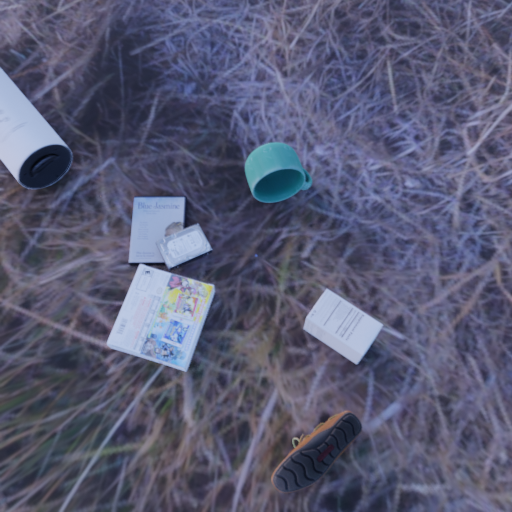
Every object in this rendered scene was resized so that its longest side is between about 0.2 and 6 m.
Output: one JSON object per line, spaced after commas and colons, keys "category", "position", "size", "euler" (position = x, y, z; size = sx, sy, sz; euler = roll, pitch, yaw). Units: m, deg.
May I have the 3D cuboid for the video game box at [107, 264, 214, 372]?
{"category": "video game box", "position": [-1.775, 1.156, 10.664], "size": [1.547, 0.398, 1.698], "euler": [16, 68, 8]}

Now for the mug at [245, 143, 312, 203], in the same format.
{"category": "mug", "position": [0.399, -1.736, 11.626], "size": [1.144, 1.392, 0.861], "euler": [-26, 63, 14]}

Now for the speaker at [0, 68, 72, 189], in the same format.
{"category": "speaker", "position": [-5.281, -2.858, 11.946], "size": [1.256, 1.256, 3.093], "euler": [-39, 72, -15]}

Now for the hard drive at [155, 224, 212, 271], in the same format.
{"category": "hard drive", "position": [-1.449, -0.180, 11.230], "size": [0.955, 0.181, 0.667], "euler": [-24, 70, -14]}

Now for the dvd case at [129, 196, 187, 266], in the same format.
{"category": "dvd case", "position": [-2.007, -0.536, 11.545], "size": [1.115, 0.137, 1.563], "euler": [-1, 66, 0]}

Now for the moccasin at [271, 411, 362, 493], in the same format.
{"category": "moccasin", "position": [0.998, 3.338, 9.624], "size": [1.823, 0.704, 0.667], "euler": [-42, 87, -20]}

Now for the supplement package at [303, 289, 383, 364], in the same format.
{"category": "supplement package", "position": [1.597, 1.321, 10.407], "size": [1.215, 0.737, 0.727], "euler": [33, 71, 13]}
